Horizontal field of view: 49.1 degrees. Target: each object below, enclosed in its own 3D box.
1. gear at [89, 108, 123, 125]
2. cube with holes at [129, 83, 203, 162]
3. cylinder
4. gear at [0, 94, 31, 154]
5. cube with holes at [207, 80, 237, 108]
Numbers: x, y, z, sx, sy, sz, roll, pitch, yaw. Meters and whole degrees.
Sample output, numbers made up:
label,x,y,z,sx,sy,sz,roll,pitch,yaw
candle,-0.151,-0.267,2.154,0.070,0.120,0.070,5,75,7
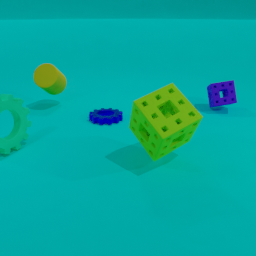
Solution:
label,x,y,z,sx,sy,sz,roll,pitch,yaw
gear,-0.726,-0.397,9.245,1.110,0.205,1.110,0,22,0
cube with holes,0.799,-0.123,6.354,1.072,1.072,1.072,-27,65,-20
cylinder,-2.772,-1.729,10.021,0.895,0.895,0.895,4,-9,9
gear,-3.047,-0.099,6.958,0.270,1.459,1.459,7,24,25
cube with holes,3.286,-1.185,9.866,0.778,0.778,0.778,-8,0,6
